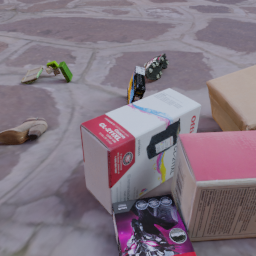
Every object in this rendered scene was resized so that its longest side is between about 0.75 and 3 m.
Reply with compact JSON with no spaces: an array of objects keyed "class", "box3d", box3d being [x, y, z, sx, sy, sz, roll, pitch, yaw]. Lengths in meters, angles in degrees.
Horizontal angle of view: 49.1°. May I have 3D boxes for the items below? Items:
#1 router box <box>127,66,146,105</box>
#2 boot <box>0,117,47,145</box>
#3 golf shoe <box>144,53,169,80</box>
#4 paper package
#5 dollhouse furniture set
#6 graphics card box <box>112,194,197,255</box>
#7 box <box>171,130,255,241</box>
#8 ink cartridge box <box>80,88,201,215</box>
[{"class":"router box","box3d":[0.271,-1.330,9.734,0.364,1.063,1.425,13,40,-10]},{"class":"boot","box3d":[-3.171,0.036,8.540,1.376,0.483,1.006,0,30,-5]},{"class":"golf shoe","box3d":[1.075,-2.560,12.165,0.862,0.755,1.957,-6,28,35]},{"class":"paper package","box3d":[4.122,-0.666,8.027,2.893,1.497,2.758,-19,36,2]},{"class":"dollhouse furniture set","box3d":[-3.385,-2.159,11.780,1.978,0.763,0.988,-14,40,14]},{"class":"graphics card box","box3d":[0.497,2.264,5.236,1.335,0.541,2.127,-6,35,-8]},{"class":"box","box3d":[2.411,1.134,5.783,2.723,1.741,1.483,-2,35,-4]},{"class":"ink cartridge box","box3d":[0.354,0.445,6.599,2.675,1.949,1.108,-25,42,-31]}]
